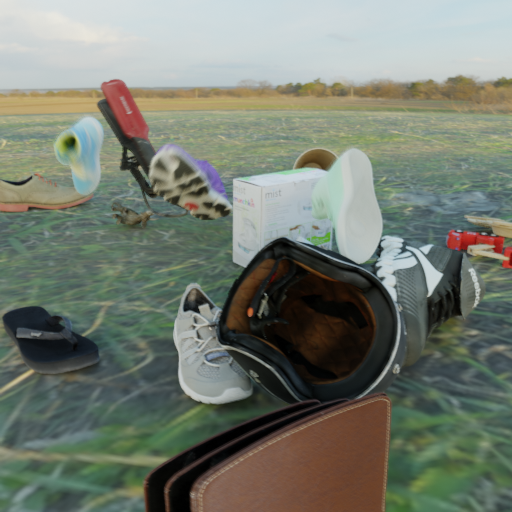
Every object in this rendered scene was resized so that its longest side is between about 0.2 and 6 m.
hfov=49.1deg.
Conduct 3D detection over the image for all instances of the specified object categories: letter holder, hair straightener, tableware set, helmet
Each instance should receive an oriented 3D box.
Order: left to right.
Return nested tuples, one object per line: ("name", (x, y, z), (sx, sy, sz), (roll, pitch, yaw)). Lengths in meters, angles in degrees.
("hair straightener", (-2.713, -2.354, 13.321), (0.745, 3.643, 1.402), (-29, -10, -34))
("letter holder", (0.110, 1.693, 4.505), (1.835, 1.304, 0.923), (-13, 23, -33))
("helmet", (0.675, 0.828, 6.252), (1.832, 1.921, 1.921), (32, 12, -16))
("tableware set", (6.005, -0.593, 12.164), (2.396, 0.333, 2.868), (8, 13, 4))

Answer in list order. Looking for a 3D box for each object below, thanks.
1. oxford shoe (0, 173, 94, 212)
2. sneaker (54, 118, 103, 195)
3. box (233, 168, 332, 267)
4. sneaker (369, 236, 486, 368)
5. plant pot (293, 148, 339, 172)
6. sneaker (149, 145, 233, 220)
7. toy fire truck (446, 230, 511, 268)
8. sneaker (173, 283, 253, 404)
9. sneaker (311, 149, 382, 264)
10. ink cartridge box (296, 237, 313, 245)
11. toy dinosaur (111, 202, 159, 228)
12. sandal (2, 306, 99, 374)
("oxford shoe", (-5.742, -1.784, 15.291), (2.511, 0.939, 0.885), (-9, 21, -24))
("sneaker", (-3.422, -1.758, 10.555), (0.626, 1.575, 1.028), (19, 31, 10))
("box", (0.567, -0.741, 11.021), (1.945, 1.716, 0.940), (-16, 24, -36))
("sneaker", (2.505, 0.507, 8.137), (1.652, 1.213, 3.651), (2, 17, 14))
("plant pot", (1.773, -2.465, 16.844), (1.479, 1.479, 1.579), (0, 8, -1))
("sneaker", (-1.490, -1.740, 12.518), (1.139, 1.179, 2.826), (-17, -22, 14))
("toy fire truck", (4.612, -0.157, 11.391), (1.523, 0.371, 1.074), (10, 20, 25))
("sneaker", (-0.656, 1.057, 6.992), (0.787, 0.863, 2.105), (-8, 24, -22))
("sneaker", (1.268, -0.552, 8.302), (0.674, 1.830, 1.080), (17, -31, -21))
("ink cartridge box", (1.229, 0.160, 9.807), (0.992, 0.219, 1.011), (30, 17, -33))
("toy dinosaur", (-3.081, -0.951, 13.559), (1.444, 0.556, 0.738), (13, -4, 46))
("sandal", (-2.936, 1.052, 7.688), (2.172, 0.465, 0.826), (18, 25, 42))
